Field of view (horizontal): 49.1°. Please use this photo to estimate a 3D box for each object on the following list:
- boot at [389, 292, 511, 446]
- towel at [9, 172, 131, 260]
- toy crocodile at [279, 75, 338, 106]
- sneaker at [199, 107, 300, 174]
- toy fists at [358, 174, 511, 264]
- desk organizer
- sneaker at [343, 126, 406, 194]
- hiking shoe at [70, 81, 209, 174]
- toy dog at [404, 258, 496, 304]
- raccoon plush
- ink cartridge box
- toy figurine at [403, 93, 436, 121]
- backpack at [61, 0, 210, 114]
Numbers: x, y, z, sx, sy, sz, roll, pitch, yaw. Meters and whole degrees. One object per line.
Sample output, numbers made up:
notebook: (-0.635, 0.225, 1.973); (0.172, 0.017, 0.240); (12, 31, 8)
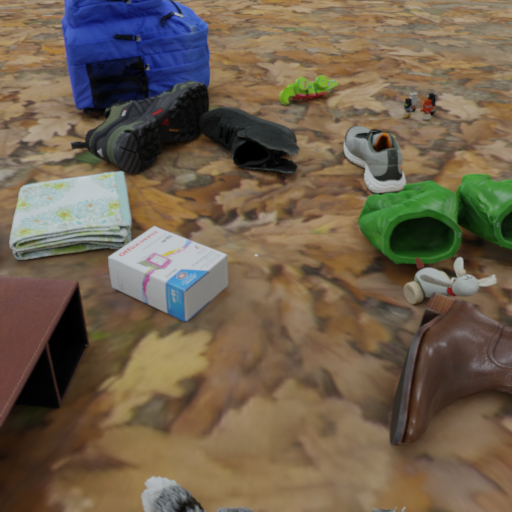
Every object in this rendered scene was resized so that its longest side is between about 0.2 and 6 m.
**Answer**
boot: (2.909, 1.455, 5.799); (2.683, 0.862, 2.500); (20, 39, 19)
towel: (-2.999, -0.734, 9.200); (1.815, 0.511, 2.121); (-7, 35, -12)
toy crocodile: (1.347, -4.237, 14.331); (1.738, 0.537, 0.587); (-17, 2, -30)
sneaker: (-0.224, -2.314, 11.242); (2.662, 0.799, 1.388); (18, 34, 19)
toy fists: (3.001, -0.632, 8.362); (2.928, 1.007, 1.492); (-9, 15, 0)
desk organizer: (-2.724, 1.478, 5.477); (1.179, 1.098, 3.063); (4, 35, 2)
sneaker: (2.315, -2.077, 10.800); (0.874, 0.937, 2.364); (-6, 34, -6)
hiking shoe: (-2.293, -2.952, 11.762); (1.682, 1.265, 3.340); (20, 40, 21)
toy dog: (2.388, 0.254, 7.259); (0.798, 0.582, 1.209); (-20, -1, -36)
raccoon plush: (0.214, 2.201, 4.538); (1.512, 1.092, 2.257); (-14, 36, -33)
ink cartridge box: (-1.213, 0.213, 7.753); (1.351, 0.572, 0.977); (20, 39, 26)
toy figurine: (3.906, -3.555, 13.381); (0.711, 0.503, 0.723); (10, 37, 24)
backpack: (-2.821, -5.094, 13.554); (3.439, 2.886, 2.795); (-9, 42, -16)
